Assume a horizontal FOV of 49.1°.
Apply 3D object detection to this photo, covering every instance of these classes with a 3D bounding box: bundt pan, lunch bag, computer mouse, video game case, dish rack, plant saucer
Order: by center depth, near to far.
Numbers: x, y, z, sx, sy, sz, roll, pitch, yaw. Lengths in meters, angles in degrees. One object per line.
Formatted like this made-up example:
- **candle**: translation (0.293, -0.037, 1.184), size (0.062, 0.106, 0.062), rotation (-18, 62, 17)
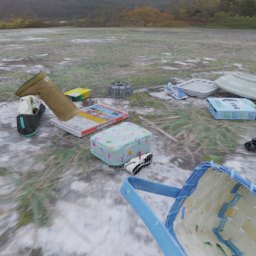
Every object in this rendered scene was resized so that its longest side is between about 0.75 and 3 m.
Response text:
- **lunch bag**: translation (-0.184, 0.401, 7.850), size (1.600, 0.617, 1.283), rotation (-22, 31, -40)
- **computer mouse**: translation (4.694, 0.297, 8.066), size (2.385, 0.629, 1.652), rotation (-18, 29, -34)
- **video game case**: translation (-1.334, -0.338, 9.983), size (1.620, 0.198, 2.266), rotation (20, 32, 38)
- **plant saucer**: translation (5.237, -1.918, 12.283), size (2.737, 0.687, 2.737), rotation (11, 23, -5)
- **bundt pan**: translation (-0.361, -1.829, 12.939), size (1.284, 0.482, 1.284), rotation (1, 25, 0)
- **dish rack**: translation (3.329, -1.820, 12.998), size (1.632, 0.414, 1.902), rotation (23, 33, 40)

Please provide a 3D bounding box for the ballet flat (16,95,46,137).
- **ballet flat**: translation (-3.350, -0.615, 9.703), size (0.870, 0.875, 2.560), rotation (-15, 26, -7)

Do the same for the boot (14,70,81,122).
- **boot**: translation (-2.456, -0.783, 8.459), size (1.410, 1.610, 0.532), rotation (-21, 31, 34)

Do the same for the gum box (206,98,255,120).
- **gum box**: translation (3.994, -0.750, 10.682), size (1.677, 0.374, 1.425), rotation (0, 24, 0)

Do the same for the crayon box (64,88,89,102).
- **crayon box**: translation (-2.230, -1.476, 12.380), size (0.717, 0.287, 1.130), rotation (14, 28, 27)

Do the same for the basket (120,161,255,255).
- **basket**: translation (1.268, 1.475, 3.866), size (2.445, 1.701, 2.156), rotation (23, 12, -29)

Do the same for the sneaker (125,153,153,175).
- **sneaker**: translation (0.288, 0.851, 7.204), size (0.377, 0.347, 0.942), rotation (18, 30, 38)

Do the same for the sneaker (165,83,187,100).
- **sneaker**: translation (2.119, -1.614, 12.421), size (0.456, 0.464, 1.203), rotation (-20, 40, -40)
